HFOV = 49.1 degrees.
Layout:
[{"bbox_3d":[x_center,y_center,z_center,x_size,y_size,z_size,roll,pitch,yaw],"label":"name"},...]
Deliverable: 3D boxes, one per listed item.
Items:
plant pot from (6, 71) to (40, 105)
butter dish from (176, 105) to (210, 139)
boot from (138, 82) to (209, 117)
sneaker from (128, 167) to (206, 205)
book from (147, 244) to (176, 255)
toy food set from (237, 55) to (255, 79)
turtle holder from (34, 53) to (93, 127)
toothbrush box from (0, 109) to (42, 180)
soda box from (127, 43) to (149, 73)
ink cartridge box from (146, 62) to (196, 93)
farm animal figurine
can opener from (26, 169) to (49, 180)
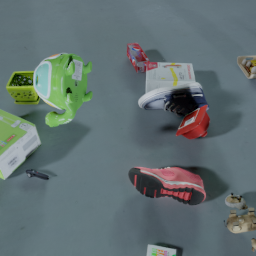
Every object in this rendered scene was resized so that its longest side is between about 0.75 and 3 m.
[{"bbox_3d":[-4.584,-1.763,12.691,1.274,1.156,1.268,0,45,0],"label":"plant pot"},{"bbox_3d":[2.745,-0.049,11.100,0.995,1.346,1.342,45,50,-12],"label":"butter dish"},{"bbox_3d":[1.983,-1.038,12.095,2.904,1.056,1.312,-15,62,-2],"label":"boot"},{"bbox_3d":[1.291,1.759,9.415,2.574,0.948,1.116,15,35,7],"label":"sneaker"},{"bbox_3d":[0.924,3.630,7.859,0.801,0.192,0.535,8,48,5],"label":"book"},{"bbox_3d":[6.708,-3.240,14.627,1.355,0.571,1.889,-3,44,-3],"label":"toy food set"},{"bbox_3d":[-1.988,-1.215,8.521,1.472,2.073,1.575,8,35,19],"label":"turtle holder"},{"bbox_3d":[-4.986,0.398,10.452,2.689,1.158,1.958,21,49,19],"label":"toothbrush box"},{"bbox_3d":[0.516,-3.803,15.096,0.656,0.724,2.069,-11,45,-11],"label":"soda box"},{"bbox_3d":[1.994,-2.342,13.433,2.247,0.937,1.631,2,44,3],"label":"ink cartridge box"},{"bbox_3d":[3.708,2.888,8.156,1.774,0.935,1.793,4,49,22],"label":"farm animal figurine"},{"bbox_3d":[-3.183,1.624,9.831,0.878,0.278,0.345,13,45,14],"label":"can opener"}]
